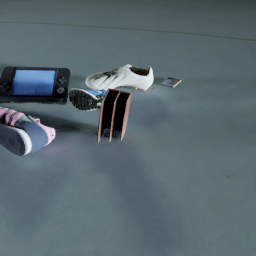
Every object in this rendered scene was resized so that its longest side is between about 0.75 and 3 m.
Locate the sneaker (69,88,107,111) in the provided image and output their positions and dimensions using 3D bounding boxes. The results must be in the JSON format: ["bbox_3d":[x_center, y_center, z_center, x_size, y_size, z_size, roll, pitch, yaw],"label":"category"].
[{"bbox_3d":[-1.082,-0.941,9.344,1.819,0.714,0.811,14,24,4],"label":"sneaker"}]

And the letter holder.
[{"bbox_3d":[-0.417,-0.263,8.040,0.701,1.394,0.991,13,34,5],"label":"letter holder"}]

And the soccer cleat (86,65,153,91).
[{"bbox_3d":[-0.336,-2.032,10.983,2.665,1.034,0.923,-1,50,-3],"label":"soccer cleat"}]

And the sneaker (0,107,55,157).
[{"bbox_3d":[-3.344,-0.070,8.334,2.872,1.007,1.178,29,34,33],"label":"sneaker"}]

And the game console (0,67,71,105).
[{"bbox_3d":[-3.448,-1.532,9.607,2.593,1.509,2.280,2,64,0],"label":"game console"}]

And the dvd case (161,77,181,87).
[{"bbox_3d":[1.836,-1.949,11.869,0.585,0.063,0.787,19,39,28],"label":"dvd case"}]
